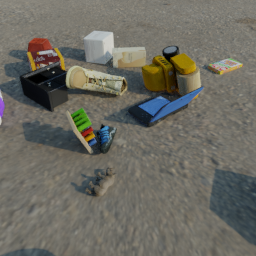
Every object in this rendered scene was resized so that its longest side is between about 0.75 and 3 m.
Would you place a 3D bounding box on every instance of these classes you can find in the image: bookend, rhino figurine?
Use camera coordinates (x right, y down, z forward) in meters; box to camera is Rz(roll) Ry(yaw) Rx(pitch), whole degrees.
[{"bbox_3d":[-3.059,-1.804,11.726,1.994,0.918,1.981,29,46,32],"label":"bookend"},{"bbox_3d":[-0.676,1.492,7.897,0.495,0.338,1.131,29,43,15],"label":"rhino figurine"}]

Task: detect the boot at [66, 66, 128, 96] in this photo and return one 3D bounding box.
[{"bbox_3d":[-1.188,-1.856,11.334,1.936,0.902,2.503,16,13,16],"label":"boot"}]

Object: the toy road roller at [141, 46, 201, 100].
[{"bbox_3d":[1.709,-2.151,11.770,1.853,1.560,2.538,-24,41,-6],"label":"toy road roller"}]

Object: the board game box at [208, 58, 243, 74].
[{"bbox_3d":[4.922,-3.120,14.030,1.732,0.260,0.827,-19,42,-27],"label":"board game box"}]

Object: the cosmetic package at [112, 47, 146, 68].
[{"bbox_3d":[0.049,-3.546,14.062,1.651,0.868,0.587,-4,39,-3],"label":"cosmetic package"}]

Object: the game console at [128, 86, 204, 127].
[{"bbox_3d":[1.362,-1.054,10.449,2.181,1.290,1.861,-26,45,-31],"label":"game console"}]

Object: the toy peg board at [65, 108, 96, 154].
[{"bbox_3d":[-1.373,0.012,8.955,0.563,1.146,1.151,-32,42,-3],"label":"toy peg board"}]

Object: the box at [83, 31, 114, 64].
[{"bbox_3d":[-1.471,-4.187,14.516,1.119,1.306,1.299,10,38,18],"label":"box"}]

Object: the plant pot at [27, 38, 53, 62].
[{"bbox_3d":[-4.616,-4.113,14.692,1.113,0.981,1.112,6,38,8],"label":"plant pot"}]

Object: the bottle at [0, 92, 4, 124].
[{"bbox_3d":[-5.280,-0.893,10.597,1.069,0.835,2.558,-16,40,-20],"label":"bottle"}]

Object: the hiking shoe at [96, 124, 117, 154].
[{"bbox_3d":[-0.796,0.366,9.159,0.597,0.512,1.377,21,28,-2],"label":"hiking shoe"}]

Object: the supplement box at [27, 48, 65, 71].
[{"bbox_3d":[-3.845,-2.971,13.201,1.452,0.964,1.432,-15,40,-18],"label":"supplement box"}]
